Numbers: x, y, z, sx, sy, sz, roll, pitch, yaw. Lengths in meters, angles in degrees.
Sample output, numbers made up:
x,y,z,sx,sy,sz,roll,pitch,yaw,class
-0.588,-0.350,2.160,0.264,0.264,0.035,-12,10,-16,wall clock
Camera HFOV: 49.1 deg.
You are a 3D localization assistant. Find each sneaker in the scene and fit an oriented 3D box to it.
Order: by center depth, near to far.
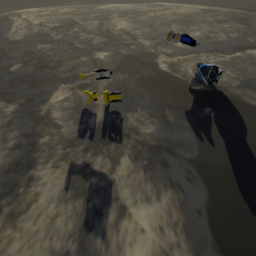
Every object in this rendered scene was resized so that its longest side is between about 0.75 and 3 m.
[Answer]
x,y,z,sx,sy,sz,roll,pitch,yaw,class
2.864,-2.023,10.331,0.834,0.727,1.854,30,15,23,sneaker

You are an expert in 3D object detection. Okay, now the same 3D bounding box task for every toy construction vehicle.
x,y,z,sx,sy,sz,roll,pitch,yaw,class
-0.937,-1.430,9.676,1.384,1.205,0.488,-7,19,8,toy construction vehicle

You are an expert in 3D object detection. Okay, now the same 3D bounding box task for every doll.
x,y,z,sx,sy,sz,roll,pitch,yaw,class
2.631,-4.087,12.942,2.067,0.501,1.410,-6,33,-47,doll
